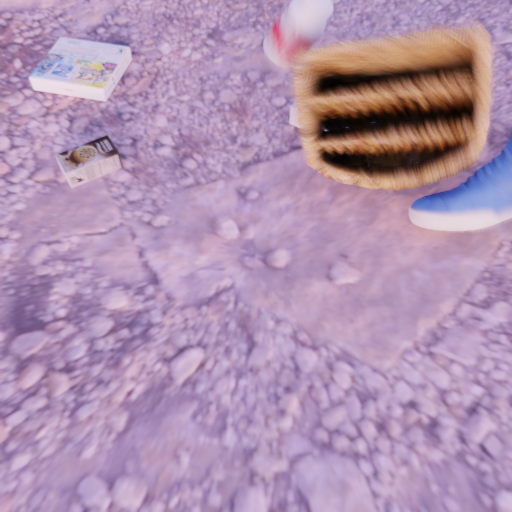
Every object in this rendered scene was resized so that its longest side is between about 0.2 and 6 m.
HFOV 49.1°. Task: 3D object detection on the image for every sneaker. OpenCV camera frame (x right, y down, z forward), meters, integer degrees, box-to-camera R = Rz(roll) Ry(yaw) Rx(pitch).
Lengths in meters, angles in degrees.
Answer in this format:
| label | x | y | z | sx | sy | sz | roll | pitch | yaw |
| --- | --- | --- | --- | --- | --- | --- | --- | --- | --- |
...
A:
| label | x | y | z | sx | sy | sz | roll | pitch | yaw |
| --- | --- | --- | --- | --- | --- | --- | --- | --- | --- |
| sneaker | 3.838 | -1.469 | 8.507 | 3.147 | 1.751 | 1.208 | -9 | 17 | 18 |

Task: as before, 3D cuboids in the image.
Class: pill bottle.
| label | x | y | z | sx | sy | sz | roll | pitch | yaw |
| --- | --- | --- | --- | --- | --- | --- | --- | --- | --- |
| pill bottle | 0.692 | -3.722 | 9.176 | 0.688 | 1.226 | 0.688 | 13 | 62 | -26 |

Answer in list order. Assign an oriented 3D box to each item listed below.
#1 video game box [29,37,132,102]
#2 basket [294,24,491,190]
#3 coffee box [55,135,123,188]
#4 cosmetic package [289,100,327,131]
| label | x | y | z | sx | sy | sz | roll | pitch | yaw |
| --- | --- | --- | --- | --- | --- | --- | --- | --- | --- |
| video game box | -3.605 | -3.892 | 11.628 | 1.621 | 0.379 | 1.477 | 11 | 52 | 8 |
| basket | 2.106 | -2.103 | 8.774 | 2.801 | 2.087 | 1.999 | -1 | 89 | 15 |
| coffee box | -2.976 | -1.691 | 10.011 | 1.000 | 0.399 | 0.565 | -27 | 58 | -18 |
| cosmetic package | 1.138 | -2.771 | 10.761 | 0.734 | 0.453 | 0.736 | 27 | 58 | 18 |
